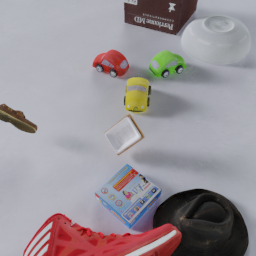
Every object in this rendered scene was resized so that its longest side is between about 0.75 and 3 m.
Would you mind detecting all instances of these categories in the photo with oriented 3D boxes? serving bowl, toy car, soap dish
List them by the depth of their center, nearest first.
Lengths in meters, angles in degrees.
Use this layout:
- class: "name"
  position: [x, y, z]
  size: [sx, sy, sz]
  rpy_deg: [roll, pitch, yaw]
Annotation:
- class: "soap dish"
  position: [-0.069, 0.152, 6.414]
  size: [0.643, 0.818, 0.332]
  rpy_deg: [57, 26, 8]
- class: "toy car"
  position: [0.576, -1.845, 8.492]
  size: [2.681, 0.635, 2.849]
  rpy_deg: [-21, 51, -18]
- class: "serving bowl"
  position: [3.045, -3.206, 9.552]
  size: [2.361, 0.777, 2.361]
  rpy_deg: [-1, 51, 1]

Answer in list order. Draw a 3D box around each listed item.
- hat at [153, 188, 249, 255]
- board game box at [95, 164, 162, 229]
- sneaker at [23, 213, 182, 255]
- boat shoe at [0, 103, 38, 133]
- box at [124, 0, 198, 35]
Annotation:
- class: "hat"
  position: [1.387, 1.718, 5.159]
  size: [1.812, 0.731, 1.812]
  rpy_deg: [0, 48, 0]
- class: "board game box"
  position: [0.005, 1.370, 5.777]
  size: [0.971, 0.277, 0.991]
  rpy_deg: [34, 56, 28]
- class: "sneaker"
  position: [-0.534, 1.895, 4.793]
  size: [2.678, 1.049, 1.547]
  rpy_deg: [-19, 51, -17]
- class: "boat shoe"
  position: [-2.648, -0.255, 6.707]
  size: [1.143, 0.411, 0.386]
  rpy_deg: [26, 57, 5]
- class: "box"
  position: [1.322, -5.437, 10.330]
  size: [2.320, 2.797, 2.297]
  rpy_deg: [20, 51, 19]
